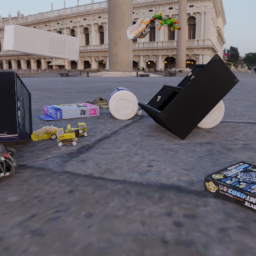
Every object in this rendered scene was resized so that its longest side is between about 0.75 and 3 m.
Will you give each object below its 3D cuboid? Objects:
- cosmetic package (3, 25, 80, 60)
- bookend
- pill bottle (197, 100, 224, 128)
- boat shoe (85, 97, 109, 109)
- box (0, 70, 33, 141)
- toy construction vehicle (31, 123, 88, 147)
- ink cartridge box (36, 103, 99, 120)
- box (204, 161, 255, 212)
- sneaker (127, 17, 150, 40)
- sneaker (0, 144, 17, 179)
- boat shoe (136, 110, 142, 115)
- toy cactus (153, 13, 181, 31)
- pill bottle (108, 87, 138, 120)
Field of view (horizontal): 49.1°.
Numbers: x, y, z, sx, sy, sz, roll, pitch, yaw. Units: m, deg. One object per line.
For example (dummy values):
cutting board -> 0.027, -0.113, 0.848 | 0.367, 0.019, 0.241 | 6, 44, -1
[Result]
cosmetic package -> -3.608, -3.556, 11.850 | 2.792, 0.995, 1.416 | 0, 13, -37
bookend -> 1.927, -1.198, 9.804 | 1.212, 2.631, 2.614 | 43, 1, -18
pill bottle -> 2.767, -0.865, 11.311 | 1.333, 1.333, 2.360 | -2, 14, -8
boat shoe -> -1.555, -1.421, 15.330 | 1.652, 0.606, 0.615 | 3, 13, 12
box -> -3.792, -0.419, 7.400 | 2.180, 1.537, 2.947 | -3, -3, -11
toy construction vehicle -> -2.086, 0.105, 8.803 | 1.656, 0.583, 1.441 | -2, 13, -9
ink cartridge box -> -2.773, -0.775, 12.853 | 2.547, 0.534, 1.520 | -11, 16, -32
box -> 2.358, 1.068, 5.229 | 1.338, 0.332, 1.328 | -10, 16, -37
sneaker -> 0.515, -4.042, 11.754 | 0.681, 0.672, 1.741 | 14, 45, 26
sneaker -> -2.782, 0.710, 5.741 | 0.923, 0.868, 2.253 | 4, 13, -13
boat shoe -> 0.404, -0.825, 13.394 | 0.280, 0.323, 0.758 | -7, 15, -27
toy cactus -> 1.264, -3.617, 9.565 | 1.041, 0.532, 0.859 | 8, 31, -21
pill bottle -> -0.284, -1.199, 12.881 | 1.271, 1.271, 2.291 | -1, 13, -6
